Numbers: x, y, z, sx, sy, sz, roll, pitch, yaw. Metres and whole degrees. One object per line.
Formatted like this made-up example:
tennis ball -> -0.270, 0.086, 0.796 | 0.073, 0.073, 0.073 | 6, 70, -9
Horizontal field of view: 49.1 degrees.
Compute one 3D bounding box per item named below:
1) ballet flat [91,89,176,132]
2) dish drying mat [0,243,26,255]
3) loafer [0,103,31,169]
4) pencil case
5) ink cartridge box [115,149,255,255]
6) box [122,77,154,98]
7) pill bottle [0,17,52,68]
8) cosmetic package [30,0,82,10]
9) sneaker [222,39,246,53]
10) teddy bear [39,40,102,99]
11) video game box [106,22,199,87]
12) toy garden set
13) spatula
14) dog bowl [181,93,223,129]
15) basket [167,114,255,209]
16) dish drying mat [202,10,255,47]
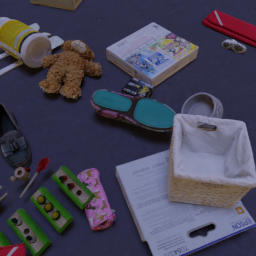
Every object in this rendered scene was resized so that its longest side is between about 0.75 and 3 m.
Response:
ballet flat -> 0.166, -0.399, 7.419 | 2.394, 0.852, 0.828 | 16, 70, 14
dish drying mat -> -2.139, 3.078, 4.831 | 0.750, 0.178, 1.953 | -6, 68, -7
loafer -> -3.049, 0.167, 7.139 | 0.706, 0.618, 1.964 | -24, 56, -18
pencil case -> -0.718, 1.530, 6.129 | 0.579, 0.554, 1.337 | -16, 53, -17
ink cartridge box -> 1.147, 1.530, 6.159 | 2.262, 0.499, 2.304 | -15, 55, -14
box -> 0.297, -1.135, 8.318 | 0.780, 0.191, 0.628 | 26, 58, 22
pill bottle -> -3.469, -2.800, 9.004 | 1.921, 1.098, 1.098 | 33, 59, 24
cosmetic package -> -2.984, -5.558, 11.528 | 1.996, 0.730, 1.033 | 14, 53, 12
sneaker -> 3.725, -2.902, 9.729 | 0.837, 0.326, 0.416 | 29, 54, 19
teddy bear -> -1.775, -1.911, 8.639 | 1.784, 0.821, 2.460 | 24, 56, 16
video game box -> 0.804, -2.473, 9.256 | 2.270, 0.531, 2.068 | -36, 58, -25
toy garden set -> -2.145, 1.587, 5.824 | 1.869, 0.447, 2.242 | 37, 74, 25
spatula -> -3.847, -2.717, 9.642 | 2.833, 0.228, 1.970 | -38, 62, -26
dog bowl -> 1.909, -0.435, 7.405 | 1.116, 0.327, 1.116 | -20, 55, 32
basket -> 1.594, 0.682, 5.785 | 1.514, 1.228, 1.527 | 7, 52, 2
dish drying mat -> 4.171, -3.633, 10.327 | 2.756, 0.251, 1.059 | 34, 58, 24
